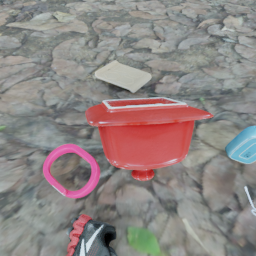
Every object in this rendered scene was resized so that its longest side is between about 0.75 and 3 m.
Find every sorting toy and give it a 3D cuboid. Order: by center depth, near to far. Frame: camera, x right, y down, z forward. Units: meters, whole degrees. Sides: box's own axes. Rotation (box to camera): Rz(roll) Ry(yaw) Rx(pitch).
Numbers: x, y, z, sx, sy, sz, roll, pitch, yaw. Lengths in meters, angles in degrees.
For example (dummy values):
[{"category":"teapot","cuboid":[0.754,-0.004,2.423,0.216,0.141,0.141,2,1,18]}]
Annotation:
[{"category":"sorting toy","cuboid":[-0.160,-1.877,10.281,1.648,0.301,1.526,27,41,18]}]

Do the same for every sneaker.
[{"category":"sneaker","cuboid":[-0.758,2.662,5.139,1.093,0.791,2.237,2,42,13]}]

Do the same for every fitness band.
[{"category":"fitness band","cuboid":[-1.361,1.010,6.738,1.559,0.292,1.120,31,69,34]}]

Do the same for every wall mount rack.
[{"category":"wall mount rack","cuboid":[3.097,1.704,6.241,1.067,0.398,0.927,11,13,-28]}]

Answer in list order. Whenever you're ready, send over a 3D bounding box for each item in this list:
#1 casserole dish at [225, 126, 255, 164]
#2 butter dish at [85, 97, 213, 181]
[{"category":"casserole dish","cuboid":[3.104,0.486,7.081,0.900,1.487,0.288,19,54,-5]},{"category":"butter dish","cuboid":[0.354,0.320,6.878,2.671,1.974,2.663,-4,11,-10]}]
